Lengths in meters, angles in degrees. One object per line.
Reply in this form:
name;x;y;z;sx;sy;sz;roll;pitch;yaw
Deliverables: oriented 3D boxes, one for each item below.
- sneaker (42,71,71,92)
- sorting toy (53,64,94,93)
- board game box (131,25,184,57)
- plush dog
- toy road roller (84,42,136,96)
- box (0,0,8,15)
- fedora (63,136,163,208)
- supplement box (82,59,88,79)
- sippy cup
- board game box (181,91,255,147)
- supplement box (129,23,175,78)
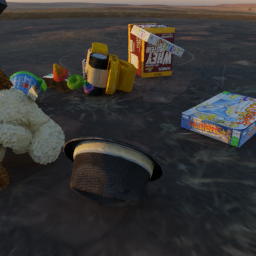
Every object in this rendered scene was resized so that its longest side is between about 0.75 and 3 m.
sneaker;-2.881;-2.154;12.576;1.811;0.757;1.093;17;40;33
sorting toy;-1.742;-1.571;8.501;1.555;0.535;0.539;29;71;22
board game box;1.181;-3.440;11.114;1.866;0.319;1.254;11;25;-36
plush dog;-3.382;0.162;6.718;2.866;2.300;2.462;17;55;30
toy road roller;-0.797;-2.458;12.198;2.015;1.696;2.761;8;30;-12
box;-4.508;-3.296;7.676;2.026;1.074;1.238;-33;-17;27
fedora;-0.372;0.978;5.526;2.061;2.061;0.941;6;59;12
supplement box;-1.388;-2.929;13.915;1.633;0.889;0.497;0;25;2
sippy cup;-3.961;-1.355;10.568;1.224;1.558;1.142;32;26;-28
board game box;3.404;-0.425;9.262;1.994;0.508;2.946;22;34;37
supplement box;1.144;-4.106;14.622;1.596;2.370;2.403;-8;27;-16
